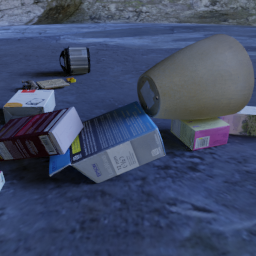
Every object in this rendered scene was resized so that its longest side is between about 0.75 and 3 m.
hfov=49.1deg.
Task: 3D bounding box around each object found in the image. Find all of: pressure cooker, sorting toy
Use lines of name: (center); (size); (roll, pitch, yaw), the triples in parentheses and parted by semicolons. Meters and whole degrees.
pressure cooker: (-3.183, -4.061, 16.792); (1.810, 1.617, 1.592); (-5, 30, -12)
sorting toy: (-3.682, -2.339, 14.847); (2.015, 0.270, 1.502); (-14, 26, -29)

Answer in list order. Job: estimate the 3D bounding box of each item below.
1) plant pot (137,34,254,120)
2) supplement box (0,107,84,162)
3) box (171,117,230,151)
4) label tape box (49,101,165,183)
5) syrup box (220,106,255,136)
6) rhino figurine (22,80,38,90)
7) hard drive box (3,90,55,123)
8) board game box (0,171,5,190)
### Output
plant pot: (1.786, -1.297, 8.586); (2.799, 2.622, 2.622); (-18, 31, -21)
supplement box: (-2.678, 0.204, 8.001); (2.465, 0.751, 1.342); (-8, 31, 24)
box: (2.363, 0.015, 9.378); (1.304, 0.717, 1.482); (-9, 28, -19)
label tape box: (-0.687, 0.469, 7.971); (2.924, 0.966, 2.095); (-24, 29, -2)
syrup box: (4.308, -0.255, 9.806); (2.082, 0.820, 0.848); (5, 26, 12)
rhino figurine: (-4.835, -2.060, 14.020); (0.619, 0.423, 1.416); (-9, 30, -32)
hard drive box: (-3.857, -0.869, 11.179); (1.512, 0.745, 1.940); (-1, 26, -4)
board game box: (-3.588, 1.507, 6.701); (0.850, 0.370, 1.153); (-3, 26, -4)
